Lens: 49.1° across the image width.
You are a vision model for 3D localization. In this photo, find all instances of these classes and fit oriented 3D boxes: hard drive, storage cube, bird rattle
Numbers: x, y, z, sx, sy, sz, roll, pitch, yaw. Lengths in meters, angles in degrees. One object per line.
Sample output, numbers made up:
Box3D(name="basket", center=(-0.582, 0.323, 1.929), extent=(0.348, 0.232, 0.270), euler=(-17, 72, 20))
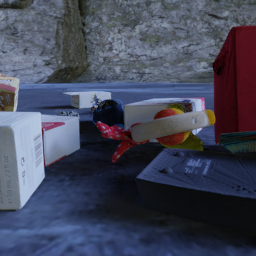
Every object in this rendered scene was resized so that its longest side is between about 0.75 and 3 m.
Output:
Box3D(name="hard drive", center=(1.690, 0.857, 4.177), extent=(2.788, 0.590, 1.880), euler=(4, 12, 21))
Box3D(name="storage cube", center=(3.361, -0.825, 6.667), extent=(2.592, 2.330, 2.215), euler=(0, -9, 6))
Box3D(name="bird rattle", center=(0.636, -0.039, 5.785), extent=(2.362, 1.331, 1.926), euler=(0, -12, -29))

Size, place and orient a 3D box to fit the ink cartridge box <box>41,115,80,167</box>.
Box3D(name="ink cartridge box", center=(-2.431, 0.196, 6.730), extent=(2.081, 0.862, 1.527), euler=(4, 13, 18))

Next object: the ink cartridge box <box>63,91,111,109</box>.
Box3D(name="ink cartridge box", center=(-2.332, -1.610, 15.831), extent=(2.413, 0.818, 1.389), euler=(-7, 13, -30))

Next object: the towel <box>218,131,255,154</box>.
Box3D(name="towel", center=(2.792, 0.312, 5.600), extent=(1.637, 0.242, 2.233), euler=(-6, -12, 25))

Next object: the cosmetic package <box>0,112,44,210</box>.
Box3D(name="cosmetic package", center=(-2.273, 0.449, 4.453), extent=(1.523, 1.274, 1.267), euler=(-1, 12, 0))

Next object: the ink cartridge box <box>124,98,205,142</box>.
Box3D(name="ink cartridge box", center=(1.214, -0.326, 8.628), extent=(1.823, 1.062, 2.519), euler=(1, 11, 26))

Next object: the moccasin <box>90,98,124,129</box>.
Box3D(name="moccasin", center=(-0.565, -0.565, 10.047), extent=(1.202, 1.019, 2.987), euler=(-6, 10, -21))

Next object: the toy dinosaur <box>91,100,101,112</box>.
Box3D(name="toy dinosaur", center=(-1.164, -0.943, 13.489), extent=(1.235, 0.703, 2.326), euler=(18, 6, -37))

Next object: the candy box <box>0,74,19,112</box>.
Box3D(name="candy box", center=(-4.081, -1.004, 8.782), extent=(1.110, 0.532, 1.923), euler=(14, -28, -18))

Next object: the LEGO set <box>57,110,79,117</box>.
Box3D(name="LEGO set", center=(-2.545, -0.490, 11.182), extent=(1.076, 0.469, 1.656), euler=(3, 12, 15))
